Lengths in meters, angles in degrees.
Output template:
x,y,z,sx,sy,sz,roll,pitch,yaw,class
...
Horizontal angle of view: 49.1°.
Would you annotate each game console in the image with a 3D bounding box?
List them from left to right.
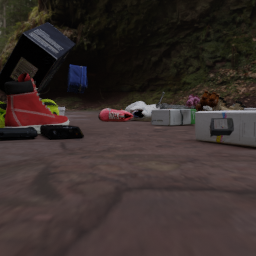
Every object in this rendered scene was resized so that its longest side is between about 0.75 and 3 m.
x,y,z,sx,sy,sz,roll,pitch,yaw,class
-2.063,0.088,5.948,2.117,0.255,1.248,-1,4,-24,game console

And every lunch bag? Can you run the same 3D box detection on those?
x,y,z,sx,sy,sz,roll,pitch,yaw,class
-1.661,-1.588,9.309,0.619,0.936,0.636,3,-16,-17,lunch bag

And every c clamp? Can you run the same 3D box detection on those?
x,y,z,sx,sy,sz,roll,pitch,yaw,class
1.856,-0.659,10.793,1.933,0.262,1.651,5,-35,-21,c clamp

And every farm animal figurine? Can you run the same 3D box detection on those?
x,y,z,sx,sy,sz,roll,pitch,yaw,class
2.688,-0.428,8.931,1.618,1.007,2.004,19,1,0,farm animal figurine

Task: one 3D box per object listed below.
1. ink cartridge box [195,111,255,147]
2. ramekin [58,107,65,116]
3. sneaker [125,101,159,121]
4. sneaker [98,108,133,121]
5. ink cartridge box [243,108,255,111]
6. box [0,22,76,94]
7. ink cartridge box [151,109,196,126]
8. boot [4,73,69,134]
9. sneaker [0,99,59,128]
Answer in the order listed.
x,y,z,sx,sy,sz,roll,pitch,yaw,class
2.064,-0.025,5.046,1.023,0.593,1.386,-3,3,-32,ink cartridge box
-3.072,-0.488,10.930,1.223,0.642,1.223,0,5,0,ramekin
0.500,-0.792,13.485,1.107,0.947,2.542,-8,8,-32,sneaker
-0.507,-0.576,12.394,1.629,0.600,0.706,-2,6,-32,sneaker
4.897,-0.359,9.366,1.068,0.615,1.844,-1,5,-18,ink cartridge box
-2.503,-1.778,7.693,1.029,1.724,1.753,37,26,-13,box
1.649,-0.399,10.141,1.365,0.567,1.000,-4,5,-37,ink cartridge box
-2.201,-0.604,7.053,0.731,1.456,2.019,2,4,25,boot
-3.128,-0.242,7.787,2.394,0.887,1.001,-6,-17,-37,sneaker
